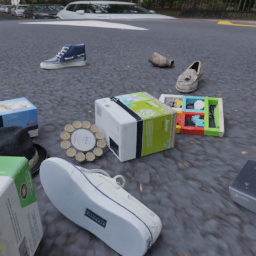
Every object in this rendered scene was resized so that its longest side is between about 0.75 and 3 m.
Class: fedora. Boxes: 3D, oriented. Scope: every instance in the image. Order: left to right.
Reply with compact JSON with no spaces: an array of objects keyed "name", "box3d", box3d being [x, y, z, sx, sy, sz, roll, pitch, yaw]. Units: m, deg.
[{"name":"fedora","box3d":[-2.973,0.540,6.762,2.004,0.915,2.004,0,27,0]}]

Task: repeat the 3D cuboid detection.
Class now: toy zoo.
[{"name":"toy zoo","box3d":[1.808,-0.464,8.984,2.364,0.242,1.551,5,47,10]}]

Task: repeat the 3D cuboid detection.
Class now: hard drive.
[{"name":"hard drive","box3d":[3.257,1.396,5.537,2.162,0.457,1.458,18,32,33]}]

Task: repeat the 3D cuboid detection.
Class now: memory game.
[{"name":"memory game","box3d":[-1.157,0.330,7.271,1.209,0.077,1.209,10,58,-16]}]

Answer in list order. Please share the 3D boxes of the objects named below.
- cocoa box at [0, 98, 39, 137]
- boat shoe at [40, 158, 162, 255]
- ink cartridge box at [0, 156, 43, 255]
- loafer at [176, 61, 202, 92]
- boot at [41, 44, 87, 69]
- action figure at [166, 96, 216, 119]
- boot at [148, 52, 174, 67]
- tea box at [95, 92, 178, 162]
[{"name":"cocoa box","box3d":[-3.392,-0.202,7.935,1.406,0.923,0.938,-17,35,-38]},{"name":"boat shoe","box3d":[-0.468,1.246,5.246,2.571,0.950,1.096,25,22,27]},{"name":"ink cartridge box","box3d":[-2.056,1.656,3.636,0.957,1.650,2.279,2,27,5]},{"name":"loafer","box3d":[2.825,-2.395,12.795,0.980,0.857,2.727,11,28,21]},{"name":"boot","box3d":[-3.675,-4.110,15.901,2.645,1.195,0.962,-14,29,-26]},{"name":"action figure","box3d":[2.127,-0.732,9.765,1.807,0.627,1.176,3,33,15]},{"name":"boot","box3d":[2.009,-3.934,16.327,1.370,0.658,1.874,14,30,13]},{"name":"tea box","box3d":[0.178,-0.125,7.805,1.687,1.146,1.715,-13,31,-26]}]
